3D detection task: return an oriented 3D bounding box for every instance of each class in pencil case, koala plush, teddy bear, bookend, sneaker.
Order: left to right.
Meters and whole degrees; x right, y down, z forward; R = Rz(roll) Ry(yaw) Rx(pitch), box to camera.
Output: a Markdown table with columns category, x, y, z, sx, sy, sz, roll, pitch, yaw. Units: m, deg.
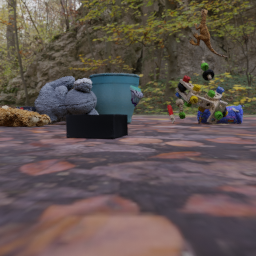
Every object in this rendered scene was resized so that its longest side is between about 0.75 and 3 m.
| category | x | y | z | sx | sy | sz | roll | pitch | yaw |
| --- | --- | --- | --- | --- | --- | --- | --- | --- | --- |
| teddy bear | -4.337 | -0.470 | 11.213 | 2.492 | 0.832 | 1.807 | 3 | 2 | 35 |
| koala plush | -2.508 | -1.126 | 12.585 | 2.597 | 2.303 | 2.386 | 2 | 16 | 29 |
| bookend | -0.694 | -0.059 | 6.643 | 1.147 | 0.528 | 1.140 | 0 | 2 | 14 |
| sneaker | 0.215 | -1.196 | 10.270 | 0.456 | 0.536 | 1.225 | 22 | 18 | -13 |
| pencil case | 4.454 | -0.646 | 13.541 | 2.181 | 0.851 | 0.947 | 0 | -21 | 19 |

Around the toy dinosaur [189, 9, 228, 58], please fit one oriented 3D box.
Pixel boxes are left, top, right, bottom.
| category | x | y | z | sx | sy | sz | roll | pitch | yaw |
| --- | --- | --- | --- | --- | --- | --- | --- | --- | --- |
| toy dinosaur | 1.988 | -2.335 | 7.259 | 0.412 | 1.364 | 0.724 | -30 | 14 | -31 |

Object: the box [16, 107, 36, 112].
| category | x | y | z | sx | sy | sz | roll | pitch | yaw |
| --- | --- | --- | --- | --- | --- | --- | --- | --- | --- |
| box | -4.555 | -0.557 | 12.563 | 0.746 | 0.819 | 0.427 | 0 | 3 | 5 |

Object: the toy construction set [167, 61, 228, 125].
| category | x | y | z | sx | sy | sz | roll | pitch | yaw |
| --- | --- | --- | --- | --- | --- | --- | --- | --- | --- |
| toy construction set | 3.183 | -1.024 | 12.824 | 2.844 | 2.185 | 2.372 | -37 | -57 | 25 |

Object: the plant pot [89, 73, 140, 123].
| category | x | y | z | sx | sy | sz | roll | pitch | yaw |
| --- | --- | --- | --- | --- | --- | --- | --- | --- | --- |
| plant pot | -0.664 | -1.404 | 14.011 | 2.501 | 2.350 | 2.501 | 0 | 4 | 0 |
